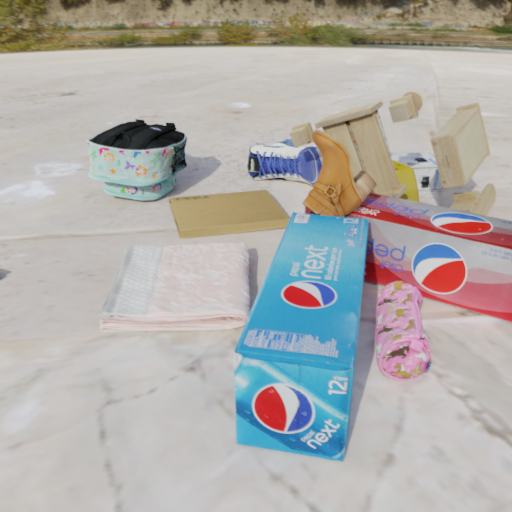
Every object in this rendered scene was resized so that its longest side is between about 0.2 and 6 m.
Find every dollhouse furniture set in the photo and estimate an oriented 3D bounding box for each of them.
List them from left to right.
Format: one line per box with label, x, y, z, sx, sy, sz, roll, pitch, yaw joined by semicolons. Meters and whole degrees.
dollhouse furniture set;3.162;-2.076;12.869;3.755;3.203;1.834;-4;27;42

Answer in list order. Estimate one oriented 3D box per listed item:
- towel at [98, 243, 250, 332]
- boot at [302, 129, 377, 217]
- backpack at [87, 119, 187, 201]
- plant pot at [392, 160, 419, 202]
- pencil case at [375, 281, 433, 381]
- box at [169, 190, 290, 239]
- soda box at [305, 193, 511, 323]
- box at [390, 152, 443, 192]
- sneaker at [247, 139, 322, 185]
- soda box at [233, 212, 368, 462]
towel;-1.329;0.455;9.935;2.435;0.411;2.549;-1;29;0
boot;1.227;-1.349;9.894;1.186;1.527;0.586;-43;12;4
backpack;-3.058;-2.421;14.183;2.179;1.848;2.455;11;20;10
plant pot;3.199;-1.684;13.650;1.214;1.070;1.214;-12;28;-21
pencil case;2.174;1.069;8.384;0.787;0.753;1.819;-8;22;14
box;-0.691;-1.024;13.210;2.519;0.268;2.059;-6;27;-13
soda box;2.939;-0.158;10.266;4.117;1.305;1.441;16;29;31
box;3.751;-2.288;15.261;2.383;0.716;1.390;-1;26;-2
sneaker;0.693;-2.468;15.379;1.641;1.148;2.841;-15;23;-20
soda box;0.830;0.815;8.133;1.368;1.446;4.262;6;27;12
